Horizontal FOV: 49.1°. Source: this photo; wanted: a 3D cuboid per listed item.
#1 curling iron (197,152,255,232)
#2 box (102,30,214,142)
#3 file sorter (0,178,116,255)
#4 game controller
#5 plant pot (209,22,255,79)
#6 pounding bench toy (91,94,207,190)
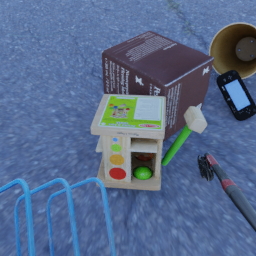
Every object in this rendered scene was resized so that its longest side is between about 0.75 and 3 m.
[{"bbox_3d":[2.069,1.295,5.599,0.319,0.619,2.498,-15,30,-9],"label":"curling iron"},{"bbox_3d":[0.734,-1.232,7.779,1.893,1.912,2.305,-32,51,-30],"label":"box"},{"bbox_3d":[-1.631,1.557,3.613,2.540,1.763,1.559,9,61,-45],"label":"file sorter"},{"bbox_3d":[3.148,-0.945,8.127,0.774,0.312,1.483,-25,85,-22],"label":"game controller"},{"bbox_3d":[3.861,-2.607,9.456,1.735,1.735,1.862,25,27,25],"label":"plant pot"},{"bbox_3d":[0.472,0.383,6.062,2.206,1.721,1.371,3,35,6],"label":"pounding bench toy"}]
